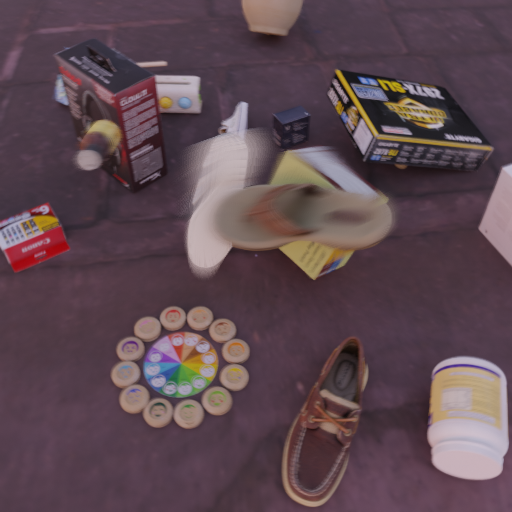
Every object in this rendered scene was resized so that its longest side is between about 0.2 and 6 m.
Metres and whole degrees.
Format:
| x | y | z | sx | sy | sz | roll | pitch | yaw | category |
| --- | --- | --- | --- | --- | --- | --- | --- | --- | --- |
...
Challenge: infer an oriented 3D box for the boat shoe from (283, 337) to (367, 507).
| x | y | z | sx | sy | sz | roll | pitch | yaw | category |
| --- | --- | --- | --- | --- | --- | --- | --- | --- | --- |
| 1.131 | 2.398 | 8.556 | 0.962 | 0.960 | 2.667 | 20 | 53 | 16 | boat shoe |

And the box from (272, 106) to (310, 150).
| x | y | z | sx | sy | sz | roll | pitch | yaw | category |
| --- | --- | --- | --- | --- | --- | --- | --- | --- | --- |
| 0.823 | -3.037 | 13.278 | 0.768 | 0.781 | 0.459 | -22 | 53 | -18 | box |

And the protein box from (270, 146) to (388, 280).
| x | y | z | sx | sy | sz | roll | pitch | yaw | category |
| --- | --- | --- | --- | --- | --- | --- | --- | --- | --- |
| 1.152 | -0.839 | 10.463 | 1.723 | 1.710 | 1.162 | 43 | 36 | 21 | protein box |

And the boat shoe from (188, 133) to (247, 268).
| x | y | z | sx | sy | sz | roll | pitch | yaw | category |
| --- | --- | --- | --- | --- | --- | --- | --- | --- | --- |
| -0.725 | -1.051 | 10.625 | 0.937 | 2.575 | 0.795 | 10 | 17 | -12 | boat shoe |

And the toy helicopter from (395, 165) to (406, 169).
| x | y | z | sx | sy | sz | roll | pitch | yaw | category |
| --- | --- | --- | --- | --- | --- | --- | --- | --- | --- |
| 3.307 | -2.419 | 12.965 | 0.809 | 0.483 | 1.224 | 6 | 47 | -9 | toy helicopter |

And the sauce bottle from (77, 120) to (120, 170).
| x | y | z | sx | sy | sz | roll | pitch | yaw | category |
| --- | --- | --- | --- | --- | --- | --- | --- | --- | --- |
| -2.720 | -1.887 | 9.631 | 0.562 | 0.562 | 1.703 | -3 | 29 | -2 | sauce bottle |

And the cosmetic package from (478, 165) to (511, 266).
| x | y | z | sx | sy | sz | roll | pitch | yaw | category |
| --- | --- | --- | --- | --- | --- | --- | --- | --- | --- |
| 5.253 | -0.388 | 10.429 | 0.585 | 1.708 | 2.265 | -17 | 52 | -14 | cosmetic package |

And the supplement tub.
| x | y | z | sx | sy | sz | roll | pitch | yaw | category |
| --- | --- | --- | --- | --- | --- | --- | --- | --- | --- |
| 3.185 | 2.430 | 8.438 | 1.102 | 1.102 | 1.516 | 12 | 50 | 10 | supplement tub |

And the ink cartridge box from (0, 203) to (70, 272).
| x | y | z | sx | sy | sz | roll | pitch | yaw | category |
| --- | --- | --- | --- | --- | --- | --- | --- | --- | --- |
| -4.493 | -0.372 | 11.207 | 1.186 | 0.497 | 1.041 | -27 | 56 | -22 | ink cartridge box |

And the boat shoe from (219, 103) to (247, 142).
| x | y | z | sx | sy | sz | roll | pitch | yaw | category |
| --- | --- | --- | --- | --- | --- | --- | --- | --- | --- |
| -0.566 | -3.031 | 13.412 | 0.628 | 0.638 | 1.799 | 6 | 57 | 2 | boat shoe |

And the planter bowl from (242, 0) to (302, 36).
| x | y | z | sx | sy | sz | roll | pitch | yaw | category |
| --- | --- | --- | --- | --- | --- | --- | --- | --- | --- |
| 0.409 | -7.045 | 16.171 | 1.809 | 1.217 | 1.809 | 7 | 19 | -3 | planter bowl |

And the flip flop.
| x | y | z | sx | sy | sz | roll | pitch | yaw | category |
| --- | --- | --- | --- | --- | --- | --- | --- | --- | --- |
| 0.641 | -0.699 | 9.089 | 3.007 | 0.866 | 1.219 | 6 | 71 | 22 | flip flop |

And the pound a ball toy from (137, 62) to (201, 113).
| x | y | z | sx | sy | sz | roll | pitch | yaw | category |
| --- | --- | --- | --- | --- | --- | --- | --- | --- | --- |
| -2.378 | -4.164 | 13.930 | 1.898 | 1.238 | 0.806 | 1 | 49 | 0 | pound a ball toy |

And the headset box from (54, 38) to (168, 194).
| x | y | z | sx | sy | sz | roll | pitch | yaw | category |
| --- | --- | --- | --- | --- | --- | --- | --- | --- | --- |
| -3.052 | -3.084 | 11.977 | 2.095 | 2.815 | 1.087 | 37 | 58 | 26 | headset box |

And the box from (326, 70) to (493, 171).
| x | y | z | sx | sy | sz | roll | pitch | yaw | category |
| --- | --- | --- | --- | --- | --- | --- | --- | --- | --- |
| 3.442 | -3.086 | 12.787 | 3.133 | 0.773 | 2.501 | 1 | 46 | -22 | box |

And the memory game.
| x | y | z | sx | sy | sz | roll | pitch | yaw | category |
| --- | --- | --- | --- | --- | --- | --- | --- | --- | --- |
| -1.276 | 1.823 | 9.578 | 2.383 | 0.152 | 2.383 | 0 | 50 | 0 | memory game |

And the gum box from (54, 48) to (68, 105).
| x | y | z | sx | sy | sz | roll | pitch | yaw | category |
| --- | --- | --- | --- | --- | --- | --- | --- | --- | --- |
| -4.258 | -4.311 | 14.040 | 1.575 | 1.339 | 0.351 | 27 | 19 | 21 | gum box |
